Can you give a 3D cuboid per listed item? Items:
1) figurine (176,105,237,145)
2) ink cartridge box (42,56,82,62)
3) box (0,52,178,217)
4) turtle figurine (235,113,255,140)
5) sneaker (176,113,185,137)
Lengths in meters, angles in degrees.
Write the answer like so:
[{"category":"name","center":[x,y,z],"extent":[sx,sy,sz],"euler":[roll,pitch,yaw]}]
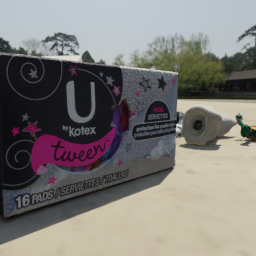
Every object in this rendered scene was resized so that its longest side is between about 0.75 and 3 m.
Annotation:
[{"category":"figurine","center":[1.763,-0.169,8.050],"extent":[2.365,1.018,2.308],"euler":[6,5,35]},{"category":"ink cartridge box","center":[-2.051,-0.835,7.489],"extent":[1.469,1.476,2.012],"euler":[0,40,10]},{"category":"box","center":[-0.819,-0.124,4.311],"extent":[1.963,1.704,2.970],"euler":[7,10,44]},{"category":"turtle figurine","center":[3.387,-0.005,7.450],"extent":[1.023,0.688,1.367],"euler":[1,16,26]},{"category":"sneaker","center":[1.571,-0.105,8.326],"extent":[0.427,0.653,1.136],"euler":[7,10,44]}]
